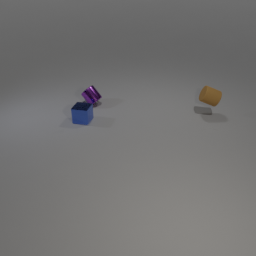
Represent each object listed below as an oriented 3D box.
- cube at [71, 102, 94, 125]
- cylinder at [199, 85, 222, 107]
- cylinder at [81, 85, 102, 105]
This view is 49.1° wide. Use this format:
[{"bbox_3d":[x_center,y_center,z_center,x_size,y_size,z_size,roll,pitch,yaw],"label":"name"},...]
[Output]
[{"bbox_3d":[-1.889,-0.608,11.650,0.700,0.700,0.700,6,31,11],"label":"cube"},{"bbox_3d":[3.464,-1.346,11.805,0.700,0.700,0.700,20,29,-8],"label":"cylinder"},{"bbox_3d":[-1.674,-1.484,12.903,0.700,0.700,0.700,-38,4,4],"label":"cylinder"}]
